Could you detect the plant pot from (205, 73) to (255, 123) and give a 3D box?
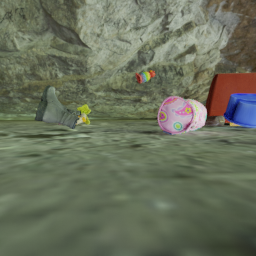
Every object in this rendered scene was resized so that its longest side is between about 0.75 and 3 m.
[{"bbox_3d":[5.639,-1.503,15.019,2.979,2.628,2.982,1,2,12],"label":"plant pot"}]

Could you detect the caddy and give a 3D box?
[{"bbox_3d":[4.579,-0.534,10.196,2.102,1.103,1.486,1,25,-7],"label":"caddy"}]

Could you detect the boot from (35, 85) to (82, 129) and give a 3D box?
[{"bbox_3d":[-1.936,-0.554,8.034,1.174,0.622,1.784,15,32,-16],"label":"boot"}]

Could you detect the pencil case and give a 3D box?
[{"bbox_3d":[1.292,-0.266,6.396,0.851,0.851,1.946,1,3,22],"label":"pencil case"}]

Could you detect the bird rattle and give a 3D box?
[{"bbox_3d":[-2.737,-0.566,13.892,1.806,1.017,1.472,-3,19,-13],"label":"bird rattle"}]

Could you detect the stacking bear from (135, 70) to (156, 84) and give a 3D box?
[{"bbox_3d":[0.762,-2.165,11.628,0.763,0.434,0.463,-23,39,-13],"label":"stacking bear"}]

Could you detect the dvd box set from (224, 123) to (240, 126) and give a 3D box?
[{"bbox_3d":[4.828,-0.176,12.675,0.888,0.130,0.649,-1,3,-12],"label":"dvd box set"}]

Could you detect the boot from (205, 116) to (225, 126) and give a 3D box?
[{"bbox_3d":[2.955,-0.345,11.900,1.980,0.636,1.846,8,8,42],"label":"boot"}]
